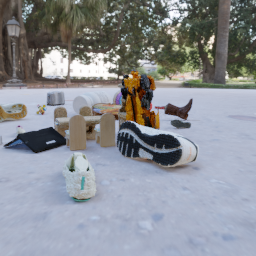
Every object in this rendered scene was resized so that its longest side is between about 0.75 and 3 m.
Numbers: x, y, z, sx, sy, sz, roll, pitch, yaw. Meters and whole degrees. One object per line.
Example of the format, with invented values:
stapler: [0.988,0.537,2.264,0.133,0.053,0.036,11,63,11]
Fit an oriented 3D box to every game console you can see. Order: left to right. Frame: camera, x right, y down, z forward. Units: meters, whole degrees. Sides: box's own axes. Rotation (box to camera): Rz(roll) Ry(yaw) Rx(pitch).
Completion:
game console: [-2.809,0.489,8.619,1.232,0.815,1.401,37,25,18]

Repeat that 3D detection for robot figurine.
robot figurine: [0.399,-0.612,8.507,0.671,2.304,1.670,-14,16,-27]

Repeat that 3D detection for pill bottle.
pill bottle: [-1.953,-1.348,15.377,1.284,1.284,2.245,5,12,27]

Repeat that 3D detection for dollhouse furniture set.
dollhouse furniture set: [-0.977,-0.549,9.531,2.827,1.840,2.597,-4,11,-23]

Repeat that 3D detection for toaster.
toaster: [-5.328,-2.223,20.865,0.897,1.019,1.578,9,14,38]

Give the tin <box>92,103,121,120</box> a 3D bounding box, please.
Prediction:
tin: [-0.866,-0.835,14.022,1.877,0.393,1.051,5,37,-3]

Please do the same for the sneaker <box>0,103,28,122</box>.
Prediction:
sneaker: [-6.181,-0.688,13.258,1.158,1.000,2.643,-4,-2,38]

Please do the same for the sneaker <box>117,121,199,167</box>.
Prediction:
sneaker: [0.671,0.454,7.254,1.029,0.948,2.572,8,8,-40]

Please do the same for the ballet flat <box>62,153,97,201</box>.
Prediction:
ballet flat: [-0.940,0.818,5.548,0.673,0.673,1.875,-3,10,-17]

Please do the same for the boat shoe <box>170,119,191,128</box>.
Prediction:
boat shoe: [2.136,-0.164,11.527,0.940,0.346,0.301,5,1,-19]

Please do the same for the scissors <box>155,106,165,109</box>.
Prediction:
scissors: [2.602,-1.216,17.915,0.916,0.174,2.503,-2,12,-24]

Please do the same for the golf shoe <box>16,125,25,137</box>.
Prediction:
golf shoe: [-3.893,0.076,10.162,0.324,0.393,0.859,-4,10,-17]

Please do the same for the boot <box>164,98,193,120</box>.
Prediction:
boot: [2.427,-1.062,13.589,1.232,1.148,0.396,18,10,4]

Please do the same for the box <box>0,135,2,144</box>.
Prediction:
box: [-4.829,0.440,8.407,1.194,0.315,1.531,5,13,27]

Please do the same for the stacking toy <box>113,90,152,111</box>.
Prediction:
stacking toy: [0.367,-1.565,17.131,1.239,1.239,2.903,-9,17,-39]

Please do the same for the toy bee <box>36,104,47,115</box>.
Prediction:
toy bee: [-4.953,-1.055,15.847,0.663,0.550,1.012,-52,21,-16]
